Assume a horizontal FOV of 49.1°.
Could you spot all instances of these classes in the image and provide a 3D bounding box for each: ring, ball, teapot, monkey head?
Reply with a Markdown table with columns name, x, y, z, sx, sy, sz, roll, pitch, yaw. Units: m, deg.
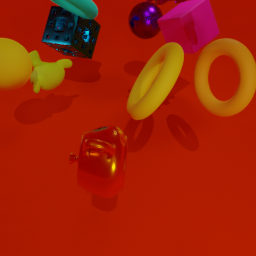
| name | x | y | z | sx | sy | sz | roll | pitch | yaw |
| --- | --- | --- | --- | --- | --- | --- | --- | --- | --- |
| ring | -1.699 | -3.558 | 7.613 | 1.917 | 0.383 | 1.917 | 27 | 8 | -4 |
| ball | 0.567 | -3.401 | 8.880 | 1.126 | 1.126 | 1.126 | 0 | 42 | 0 |
| ring | 0.529 | -0.970 | 5.842 | 0.354 | 1.772 | 1.772 | 29 | 40 | -15 |
| teapot | -0.420 | 0.468 | 3.911 | 0.786 | 1.605 | 0.998 | 5 | 68 | -3 |
| monkey head | -2.307 | -1.613 | 7.824 | 0.874 | 1.044 | 1.451 | 18 | 53 | 36 |
| ball | -2.991 | -1.531 | 6.811 | 1.255 | 1.255 | 1.255 | 0 | 42 | 0 |
| ring | 1.890 | -0.994 | 5.625 | 0.308 | 1.539 | 1.539 | -10 | 42 | -27 |

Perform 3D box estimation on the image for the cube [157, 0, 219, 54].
| name | x | y | z | sx | sy | sz | roll | pitch | yaw |
| --- | --- | --- | --- | --- | --- | --- | --- | --- | --- |
| cube | 1.719 | -2.890 | 8.010 | 1.084 | 1.084 | 1.084 | -40 | 30 | -14 |

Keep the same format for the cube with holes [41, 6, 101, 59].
| name | x | y | z | sx | sy | sz | roll | pitch | yaw |
| --- | --- | --- | --- | --- | --- | --- | --- | --- | --- |
| cube with holes | -1.871 | -3.167 | 9.360 | 1.228 | 1.228 | 1.228 | 14 | 88 | 26 |

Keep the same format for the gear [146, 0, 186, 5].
| name | x | y | z | sx | sy | sz | roll | pitch | yaw |
| --- | --- | --- | --- | --- | --- | --- | --- | --- | --- |
| gear | 1.166 | -2.945 | 5.443 | 1.759 | 0.325 | 1.759 | -14 | 39 | 11 |
